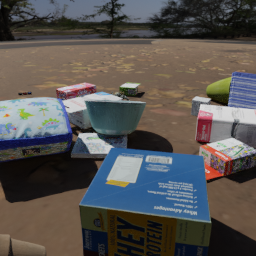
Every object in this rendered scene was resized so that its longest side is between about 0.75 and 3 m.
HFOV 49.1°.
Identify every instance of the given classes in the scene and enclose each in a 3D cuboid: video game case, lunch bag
[{"bbox_3d":[-0.954,0.594,9.974,1.842,0.218,1.677,1,22,1],"label":"video game case"},{"bbox_3d":[-3.216,0.062,9.165,2.489,1.865,2.927,-8,14,-18],"label":"lunch bag"}]

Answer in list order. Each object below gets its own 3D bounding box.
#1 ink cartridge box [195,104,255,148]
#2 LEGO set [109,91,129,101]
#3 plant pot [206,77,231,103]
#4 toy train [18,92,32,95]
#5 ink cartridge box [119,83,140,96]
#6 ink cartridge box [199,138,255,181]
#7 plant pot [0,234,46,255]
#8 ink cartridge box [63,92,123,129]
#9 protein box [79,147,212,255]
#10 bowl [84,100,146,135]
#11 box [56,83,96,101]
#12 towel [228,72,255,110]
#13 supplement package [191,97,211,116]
[{"bbox_3d":[3.860,-0.112,10.654,2.349,0.991,1.700,7,24,16],"label":"ink cartridge box"},{"bbox_3d":[-0.713,-1.737,14.991,1.429,0.624,2.201,-4,23,-10],"label":"LEGO set"},{"bbox_3d":[5.005,-1.949,14.837,1.430,1.430,1.528,-21,16,-40],"label":"plant pot"},{"bbox_3d":[-5.980,-2.013,16.284,0.765,0.130,0.175,-9,28,-19],"label":"toy train"},{"bbox_3d":[0.156,-2.311,16.543,0.946,0.485,1.280,8,23,19],"label":"ink cartridge box"},{"bbox_3d":[2.885,0.932,8.766,2.128,0.536,1.159,-10,25,-25],"label":"ink cartridge box"},{"bbox_3d":[-1.945,2.416,4.977,0.863,0.990,0.990,11,17,-25],"label":"plant pot"},{"bbox_3d":[-1.726,-0.767,12.293,2.720,0.923,1.578,-19,29,-38],"label":"ink cartridge box"},{"bbox_3d":[0.442,1.642,5.821,2.235,1.519,2.251,4,23,10],"label":"protein box"},{"bbox_3d":[-0.496,-0.434,10.680,2.348,1.228,2.348,2,6,0],"label":"bowl"},{"bbox_3d":[-2.646,-1.700,14.535,0.976,0.901,1.903,20,30,39],"label":"box"},{"bbox_3d":[5.424,-1.268,12.262,1.942,0.320,2.682,10,66,14],"label":"towel"},{"bbox_3d":[3.382,-0.977,12.989,0.727,0.760,0.559,15,30,31],"label":"supplement package"}]
